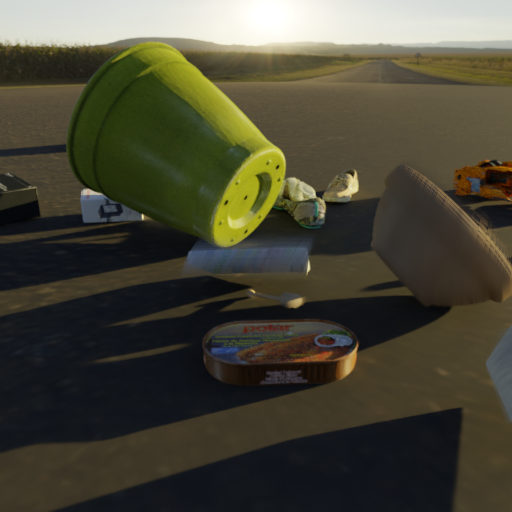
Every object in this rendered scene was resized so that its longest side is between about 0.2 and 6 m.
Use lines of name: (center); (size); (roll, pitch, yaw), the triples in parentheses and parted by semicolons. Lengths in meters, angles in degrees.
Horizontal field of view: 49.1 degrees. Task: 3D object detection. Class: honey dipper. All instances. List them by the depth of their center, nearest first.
honey dipper: (0.194, 0.510, 6.998); (0.175, 0.175, 0.924); (-16, 14, -36)

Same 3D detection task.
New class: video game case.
video game case: (-0.027, 0.077, 7.231); (1.396, 0.169, 1.533); (-2, -7, 6)

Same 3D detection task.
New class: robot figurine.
robot figurine: (5.598, -1.487, 11.575); (1.906, 0.765, 2.629); (-20, 28, -41)

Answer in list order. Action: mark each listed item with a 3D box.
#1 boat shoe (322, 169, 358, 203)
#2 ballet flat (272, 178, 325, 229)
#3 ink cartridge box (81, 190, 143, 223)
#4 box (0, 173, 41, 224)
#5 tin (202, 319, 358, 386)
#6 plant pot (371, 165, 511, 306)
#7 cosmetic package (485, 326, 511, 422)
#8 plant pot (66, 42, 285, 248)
boat shoe: (1.810, -1.499, 11.941); (0.574, 0.517, 1.591); (10, 23, 24)
ballet flat: (0.761, -1.122, 10.737); (0.725, 0.725, 2.017); (-8, 22, -20)
ink cartridge box: (-2.732, -0.967, 10.612); (1.091, 0.460, 0.790); (-3, 21, -14)
box: (-4.986, -1.098, 10.734); (1.143, 0.638, 1.619); (-19, 27, -33)
tin: (0.246, 0.982, 5.799); (1.592, 0.333, 0.891); (-1, 25, -2)
plant pot: (2.131, -0.056, 6.981); (0.957, 2.073, 2.073); (-43, 22, 7)
cosmetic package: (2.401, 1.060, 4.694); (0.431, 0.638, 1.213); (26, 22, 0)
plant pot: (-1.075, -1.571, 9.179); (2.701, 2.806, 2.806); (36, 35, 21)
